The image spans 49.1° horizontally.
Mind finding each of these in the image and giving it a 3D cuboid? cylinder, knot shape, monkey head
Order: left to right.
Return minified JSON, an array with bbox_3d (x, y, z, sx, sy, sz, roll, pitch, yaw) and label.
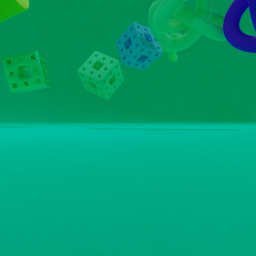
[{"bbox_3d":[-3.805,-3.903,8.401,1.164,1.164,1.164,-19,-3,13],"label":"cylinder"},{"bbox_3d":[1.486,-2.600,8.992,1.167,0.839,0.703,-20,3,-21],"label":"monkey head"},{"bbox_3d":[1.402,-2.306,6.064,1.835,0.906,1.961,8,-3,-6],"label":"knot shape"},{"bbox_3d":[2.578,-2.262,5.405,1.981,1.853,0.915,23,-16,-21],"label":"knot shape"}]

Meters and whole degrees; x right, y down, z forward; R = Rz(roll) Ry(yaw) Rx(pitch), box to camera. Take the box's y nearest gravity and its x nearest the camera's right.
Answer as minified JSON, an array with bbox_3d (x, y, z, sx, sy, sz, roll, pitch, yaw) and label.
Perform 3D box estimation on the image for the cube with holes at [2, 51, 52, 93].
[{"bbox_3d":[-2.983,-1.642,8.385,0.997,0.997,0.997,-12,7,-4],"label":"cube with holes"}]

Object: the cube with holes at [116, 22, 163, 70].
[{"bbox_3d":[0.281,-2.082,7.209,0.758,0.758,0.758,4,-28,-41],"label":"cube with holes"}]

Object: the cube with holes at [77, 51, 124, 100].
[{"bbox_3d":[-0.986,-1.949,10.411,1.087,1.087,1.087,27,-22,24],"label":"cube with holes"}]
